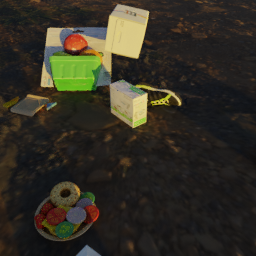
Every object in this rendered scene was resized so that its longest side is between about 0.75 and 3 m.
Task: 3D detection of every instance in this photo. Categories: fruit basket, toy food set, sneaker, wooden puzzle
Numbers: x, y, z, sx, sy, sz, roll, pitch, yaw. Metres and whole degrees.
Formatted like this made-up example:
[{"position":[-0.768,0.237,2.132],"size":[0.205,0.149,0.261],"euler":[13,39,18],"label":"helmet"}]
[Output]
[{"position":[-2.007,-2.860,11.264],"size":[2.692,1.362,2.906],"euler":[-1,60,-1],"label":"fruit basket"},{"position":[-1.368,1.868,6.254],"size":[1.387,0.341,1.401],"euler":[20,40,25],"label":"toy food set"},{"position":[0.963,-1.030,10.228],"size":[1.966,0.705,0.814],"euler":[20,70,22],"label":"sneaker"},{"position":[-3.550,-0.814,10.147],"size":[1.697,0.198,1.145],"euler":[16,43,22],"label":"wooden puzzle"}]

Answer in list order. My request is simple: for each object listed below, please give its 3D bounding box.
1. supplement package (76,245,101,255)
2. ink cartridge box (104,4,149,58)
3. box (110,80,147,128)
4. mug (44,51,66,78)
[{"position":[-0.559,2.855,4.360],"size":[1.275,0.937,1.219],"euler":[24,42,29],"label":"supplement package"},{"position":[-0.025,-3.492,10.056],"size":[1.254,1.260,1.734],"euler":[14,37,0],"label":"ink cartridge box"},{"position":[-0.015,-0.825,9.334],"size":[0.616,1.124,1.274],"euler":[-25,42,-30],"label":"box"},{"position":[-2.854,-3.015,12.294],"size":[1.388,1.354,1.691],"euler":[-11,45,-28],"label":"mug"}]
